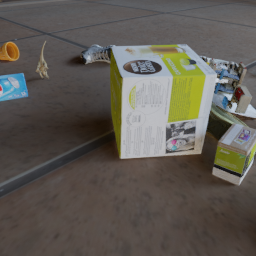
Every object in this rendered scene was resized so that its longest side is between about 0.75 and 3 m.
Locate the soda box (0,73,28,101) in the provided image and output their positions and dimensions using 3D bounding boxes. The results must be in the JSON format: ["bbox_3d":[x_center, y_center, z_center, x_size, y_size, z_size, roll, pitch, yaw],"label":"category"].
[{"bbox_3d":[-4.656,-1.350,9.757,2.108,0.676,0.715,-13,35,-18],"label":"soda box"}]

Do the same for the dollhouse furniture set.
[{"bbox_3d":[2.669,-1.156,7.517,0.913,0.908,1.296,6,36,-2],"label":"dollhouse furniture set"}]

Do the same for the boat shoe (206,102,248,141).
[{"bbox_3d":[2.514,-0.249,7.948,0.747,0.866,2.373,-6,30,-29],"label":"boat shoe"}]

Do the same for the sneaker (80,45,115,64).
[{"bbox_3d":[-1.340,-3.162,12.578,1.282,0.833,2.221,-33,35,-34],"label":"sneaker"}]

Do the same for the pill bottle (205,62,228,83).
[{"bbox_3d":[2.629,-1.876,10.254,1.853,1.031,1.031,-4,33,-6],"label":"pill bottle"}]

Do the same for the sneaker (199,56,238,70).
[{"bbox_3d":[3.514,-2.568,11.696,2.090,0.785,0.847,16,25,14],"label":"sneaker"}]

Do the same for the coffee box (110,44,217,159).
[{"bbox_3d":[0.703,-0.776,7.360,2.182,2.206,2.203,-3,33,-8],"label":"coffee box"}]

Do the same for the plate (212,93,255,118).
[{"bbox_3d":[2.931,-0.986,8.725,1.935,0.313,1.931,6,29,-40],"label":"plate"}]

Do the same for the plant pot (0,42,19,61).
[{"bbox_3d":[-5.690,-3.523,13.099,0.769,0.840,0.840,-6,29,22],"label":"plant pot"}]

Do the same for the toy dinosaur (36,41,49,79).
[{"bbox_3d":[-3.271,-2.433,10.638,0.466,1.603,0.810,-4,48,-14],"label":"toy dinosaur"}]

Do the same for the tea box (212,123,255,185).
[{"bbox_3d":[2.511,0.578,6.483,0.668,0.983,0.999,22,38,31],"label":"tea box"}]
